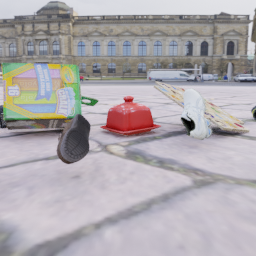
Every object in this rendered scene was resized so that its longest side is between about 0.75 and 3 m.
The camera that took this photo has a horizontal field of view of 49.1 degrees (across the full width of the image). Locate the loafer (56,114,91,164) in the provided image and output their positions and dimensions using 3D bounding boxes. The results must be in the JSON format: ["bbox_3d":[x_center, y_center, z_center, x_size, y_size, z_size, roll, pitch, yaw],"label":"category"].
[{"bbox_3d":[-0.788,0.200,3.985,0.394,0.406,1.111,-39,17,18],"label":"loafer"}]

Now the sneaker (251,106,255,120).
[{"bbox_3d":[4.229,-0.514,9.006,0.558,0.491,1.319,0,10,-1],"label":"sneaker"}]

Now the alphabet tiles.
[{"bbox_3d":[1.869,-0.590,7.298,2.072,0.079,2.491,5,28,-41],"label":"alphabet tiles"}]

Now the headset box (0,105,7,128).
[{"bbox_3d":[-3.246,-0.413,8.054,1.126,0.522,0.981,-15,17,-35],"label":"headset box"}]

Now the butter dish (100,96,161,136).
[{"bbox_3d":[0.033,-0.345,6.838,1.196,0.884,1.193,-10,12,-34],"label":"butter dish"}]

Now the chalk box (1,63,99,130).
[{"bbox_3d":[-1.825,-0.724,6.786,2.144,1.327,1.334,-3,-9,-20],"label":"chalk box"}]

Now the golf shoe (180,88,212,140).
[{"bbox_3d":[1.275,-0.317,5.605,0.563,1.158,0.454,2,-29,-31],"label":"golf shoe"}]
